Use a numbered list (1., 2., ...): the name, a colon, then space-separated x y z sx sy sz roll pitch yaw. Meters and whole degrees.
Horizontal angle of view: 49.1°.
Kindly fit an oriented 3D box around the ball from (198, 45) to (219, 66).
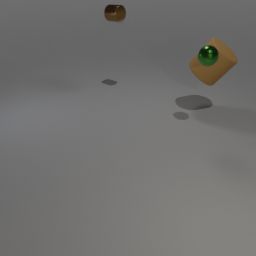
1. ball: 2.753 -2.478 9.619 0.700 0.700 0.700 0 30 0

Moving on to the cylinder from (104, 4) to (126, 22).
1. cylinder: -0.569 -5.063 12.363 0.700 0.700 0.700 21 37 36

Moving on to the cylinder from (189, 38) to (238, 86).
1. cylinder: 3.507 -2.717 11.560 1.400 1.400 1.400 25 41 -23
